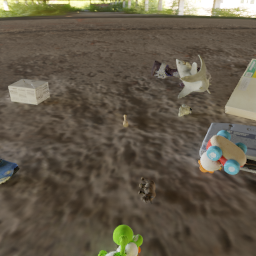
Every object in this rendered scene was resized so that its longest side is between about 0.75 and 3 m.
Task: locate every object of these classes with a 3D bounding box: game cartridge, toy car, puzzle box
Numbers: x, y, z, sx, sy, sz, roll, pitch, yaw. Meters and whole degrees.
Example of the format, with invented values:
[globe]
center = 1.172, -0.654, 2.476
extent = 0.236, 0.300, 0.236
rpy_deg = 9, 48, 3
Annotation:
[game cartridge]
center = 3.238, 0.508, 6.923
extent = 2.581, 0.536, 1.719
rpy_deg = 12, 25, 23
[toy car]
center = 1.971, 0.709, 6.134
extent = 0.851, 0.962, 0.886
rpy_deg = 39, 41, 9
[puzzle box]
center = 4.741, -1.316, 9.497
extent = 1.898, 0.363, 2.852
rpy_deg = 18, 54, 32

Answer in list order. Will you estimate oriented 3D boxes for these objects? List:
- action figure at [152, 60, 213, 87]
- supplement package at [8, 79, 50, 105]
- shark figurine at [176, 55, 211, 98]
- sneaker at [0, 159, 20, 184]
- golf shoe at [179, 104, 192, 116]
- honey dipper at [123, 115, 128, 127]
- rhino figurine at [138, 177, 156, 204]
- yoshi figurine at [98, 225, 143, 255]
[action figure]
center = 2.399, -2.359, 12.244
extent = 2.601, 0.902, 1.692
rpy_deg = 14, 23, 18
[supplement package]
center = -3.658, -1.361, 10.436
extent = 1.124, 0.623, 0.875
rpy_deg = 9, 29, 15
[shark figurine]
center = 2.327, -1.568, 10.293
extent = 1.282, 1.835, 3.072
rpy_deg = -36, 12, 9
[sneaker]
center = -3.163, 0.767, 6.111
extent = 1.616, 0.720, 0.635
rpy_deg = 6, 27, 11
[golf shoe]
center = 1.907, -0.572, 9.275
extent = 0.373, 0.301, 0.768
rpy_deg = 18, 32, 20
[honey dipper]
center = -0.083, -0.254, 8.788
extent = 0.149, 0.149, 0.785
rpy_deg = -1, 25, -2
[rhino figurine]
center = 0.393, 1.267, 5.589
extent = 0.334, 0.228, 0.763
rpy_deg = 16, 21, -1
[yoshi figurine]
center = -0.197, 1.843, 4.178
extent = 0.582, 0.580, 1.036
rpy_deg = 10, 25, 34
